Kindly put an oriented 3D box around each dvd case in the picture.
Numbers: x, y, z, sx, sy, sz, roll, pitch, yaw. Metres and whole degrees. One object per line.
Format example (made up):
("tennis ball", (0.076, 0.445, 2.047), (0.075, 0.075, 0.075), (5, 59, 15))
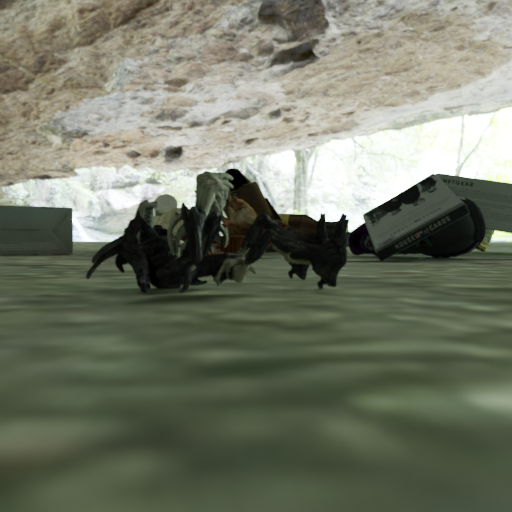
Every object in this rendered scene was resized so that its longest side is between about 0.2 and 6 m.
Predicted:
("dvd case", (1.839, -0.500, 6.716), (1.077, 0.177, 1.433), (-30, 17, 15))

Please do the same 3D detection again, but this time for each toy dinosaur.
("toy dinosaur", (-0.140, -0.492, 8.901), (1.008, 0.638, 1.487), (31, 1, -22))

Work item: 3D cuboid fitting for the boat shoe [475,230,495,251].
("boat shoe", (3.810, -0.359, 10.534), (1.747, 0.580, 0.647), (4, 10, -26))

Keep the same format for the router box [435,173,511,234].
("router box", (4.605, -0.747, 9.337), (3.069, 0.750, 2.754), (12, 10, 22))

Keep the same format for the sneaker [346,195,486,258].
("sneaker", (1.960, -0.223, 7.312), (0.949, 0.807, 2.167), (-22, 5, -19))

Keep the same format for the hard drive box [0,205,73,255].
("hard drive box", (-3.860, -0.398, 9.062), (1.526, 0.752, 1.958), (0, 1, -25))

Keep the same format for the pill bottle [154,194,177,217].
("pill bottle", (-1.785, -0.822, 11.123), (0.461, 0.461, 0.830), (0, -28, -7))

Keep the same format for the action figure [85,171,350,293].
("action figure", (-0.206, -0.123, 2.803), (1.228, 0.627, 0.730), (1, 12, -10))

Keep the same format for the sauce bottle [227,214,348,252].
("sauce bottle", (0.592, -0.451, 10.879), (2.354, 0.762, 0.762), (1, 2, 17))

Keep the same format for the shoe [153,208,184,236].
("shoe", (-1.616, -0.523, 11.323), (1.058, 0.808, 3.027), (-5, 4, -12))

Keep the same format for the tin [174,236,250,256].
("tin", (-0.895, -0.153, 8.229), (1.733, 0.363, 0.970), (-1, 6, -26))

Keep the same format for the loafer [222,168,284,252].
("loafer", (-0.189, -0.892, 10.369), (0.872, 0.848, 2.388), (-24, 40, -14))
